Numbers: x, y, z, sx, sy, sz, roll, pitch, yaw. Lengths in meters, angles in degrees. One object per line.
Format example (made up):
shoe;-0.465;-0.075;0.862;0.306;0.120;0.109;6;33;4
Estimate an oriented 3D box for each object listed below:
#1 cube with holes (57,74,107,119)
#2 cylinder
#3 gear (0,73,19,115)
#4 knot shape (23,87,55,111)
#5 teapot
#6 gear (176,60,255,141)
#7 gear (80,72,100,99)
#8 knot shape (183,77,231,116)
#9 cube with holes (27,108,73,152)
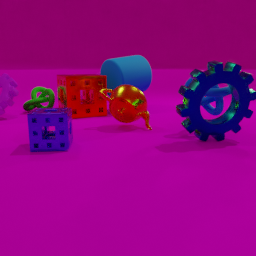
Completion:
cube with holes;-1.573;-1.118;9.473;1.329;1.329;1.329;-6;14;-25
cylinder;-0.076;-1.857;10.068;1.363;1.363;1.363;-19;21;-36
gear;-4.308;-1.039;8.955;1.598;1.598;0.296;4;-27;18
knot shape;-3.048;-1.009;9.995;1.186;0.586;1.268;9;48;34
teapot;-0.004;-0.554;7.509;1.732;1.077;0.848;33;44;3
gear;1.910;-0.554;6.044;1.722;1.722;0.318;-3;23;-12
gear;-1.513;-1.906;12.743;1.943;0.359;1.943;-23;31;15
knot shape;2.066;-0.824;6.789;1.189;0.587;1.270;-12;-37;42
cube with holes;-1.580;0.013;5.818;0.759;0.759;0.759;-1;13;-5
